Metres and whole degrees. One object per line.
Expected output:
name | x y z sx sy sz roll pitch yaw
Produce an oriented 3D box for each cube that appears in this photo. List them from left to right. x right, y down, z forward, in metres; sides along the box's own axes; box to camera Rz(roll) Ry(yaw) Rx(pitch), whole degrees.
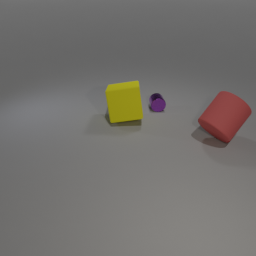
cube | -0.132 -1.156 12.108 1.400 1.400 1.400 -8 19 4

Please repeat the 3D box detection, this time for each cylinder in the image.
cylinder | 1.398 -1.220 13.353 0.700 0.700 0.700 -2 28 -4
cylinder | 3.592 -0.417 10.466 1.400 1.400 1.400 -51 43 -3
